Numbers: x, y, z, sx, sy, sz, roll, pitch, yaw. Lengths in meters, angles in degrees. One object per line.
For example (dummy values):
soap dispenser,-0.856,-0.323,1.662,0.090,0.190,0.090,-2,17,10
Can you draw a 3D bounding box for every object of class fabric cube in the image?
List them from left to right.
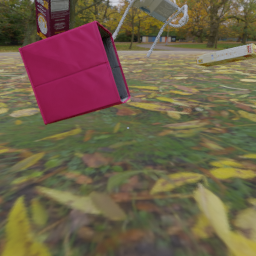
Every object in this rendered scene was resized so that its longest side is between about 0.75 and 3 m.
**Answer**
fabric cube,-0.492,-0.547,2.952,0.796,0.798,0.783,-16,8,9

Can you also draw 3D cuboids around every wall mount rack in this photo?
wall mount rack,0.686,-3.631,9.529,2.596,0.968,2.256,20,-26,-22

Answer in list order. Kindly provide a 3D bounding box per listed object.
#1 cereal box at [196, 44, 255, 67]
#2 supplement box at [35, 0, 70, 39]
cereal box,3.074,-2.186,8.568,1.657,0.328,1.192,-4,5,35
supplement box,-1.942,-2.938,7.201,0.594,1.387,0.765,-26,55,-33
